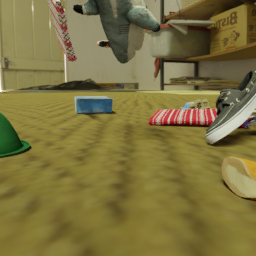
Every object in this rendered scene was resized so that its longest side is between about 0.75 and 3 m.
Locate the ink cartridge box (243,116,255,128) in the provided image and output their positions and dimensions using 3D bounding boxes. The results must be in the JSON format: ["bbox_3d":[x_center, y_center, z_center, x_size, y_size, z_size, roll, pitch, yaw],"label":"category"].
[{"bbox_3d":[3.916,-0.289,6.050,2.621,1.000,1.788,3,10,17],"label":"ink cartridge box"}]

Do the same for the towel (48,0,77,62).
[{"bbox_3d":[-1.901,-2.956,7.927,0.276,1.845,1.350,-20,50,-14],"label":"towel"}]

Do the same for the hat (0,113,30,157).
[{"bbox_3d":[-2.417,-0.294,4.793,1.336,1.420,1.613,-3,10,-17],"label":"hat"}]

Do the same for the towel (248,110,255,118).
[{"bbox_3d":[4.033,-0.501,9.889,1.308,0.225,0.867,-6,10,-32],"label":"towel"}]

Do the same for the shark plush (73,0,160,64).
[{"bbox_3d":[-0.440,-2.162,4.703,1.057,1.153,2.539,-35,-38,17],"label":"shark plush"}]

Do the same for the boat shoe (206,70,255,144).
[{"bbox_3d":[2.187,-0.528,5.756,2.185,0.724,0.764,-39,-6,-23],"label":"boat shoe"}]

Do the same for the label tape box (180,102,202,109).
[{"bbox_3d":[2.912,-1.027,12.854,0.920,0.304,0.659,2,9,0],"label":"label tape box"}]

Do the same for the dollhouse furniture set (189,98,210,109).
[{"bbox_3d":[2.860,-0.838,11.761,0.802,0.504,0.907,-25,-9,41],"label":"dollhouse furniture set"}]

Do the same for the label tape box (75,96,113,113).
[{"bbox_3d":[-1.385,-0.921,11.171,1.404,0.616,1.947,-2,9,-12],"label":"label tape box"}]

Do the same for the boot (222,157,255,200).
[{"bbox_3d":[1.571,0.581,2.931,0.764,0.376,1.068,3,11,-17],"label":"boot"}]

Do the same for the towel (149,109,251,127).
[{"bbox_3d":[2.114,-0.306,8.422,2.730,0.307,1.974,0,11,13],"label":"towel"}]

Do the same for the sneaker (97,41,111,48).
[{"bbox_3d":[-0.852,-3.301,10.994,0.811,0.286,0.379,-7,23,-34],"label":"sneaker"}]
